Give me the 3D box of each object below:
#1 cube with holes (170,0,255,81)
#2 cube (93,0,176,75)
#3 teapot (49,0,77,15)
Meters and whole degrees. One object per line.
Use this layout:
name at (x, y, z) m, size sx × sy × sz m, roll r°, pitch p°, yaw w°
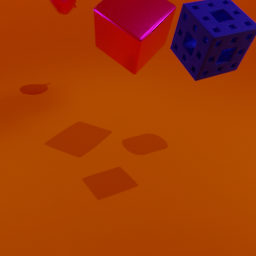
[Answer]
cube with holes at (1.217, -1.305, 4.100) m, size 0.773 × 0.773 × 0.773 m, roll -17°, pitch 59°, yaw -19°
cube at (0.105, -2.125, 5.929) m, size 1.181 × 1.181 × 1.181 m, roll 38°, pitch 71°, yaw 10°
teapot at (-2.088, -4.240, 8.968) m, size 0.889 × 1.815 × 1.128 m, roll -35°, pitch 79°, yaw -1°
